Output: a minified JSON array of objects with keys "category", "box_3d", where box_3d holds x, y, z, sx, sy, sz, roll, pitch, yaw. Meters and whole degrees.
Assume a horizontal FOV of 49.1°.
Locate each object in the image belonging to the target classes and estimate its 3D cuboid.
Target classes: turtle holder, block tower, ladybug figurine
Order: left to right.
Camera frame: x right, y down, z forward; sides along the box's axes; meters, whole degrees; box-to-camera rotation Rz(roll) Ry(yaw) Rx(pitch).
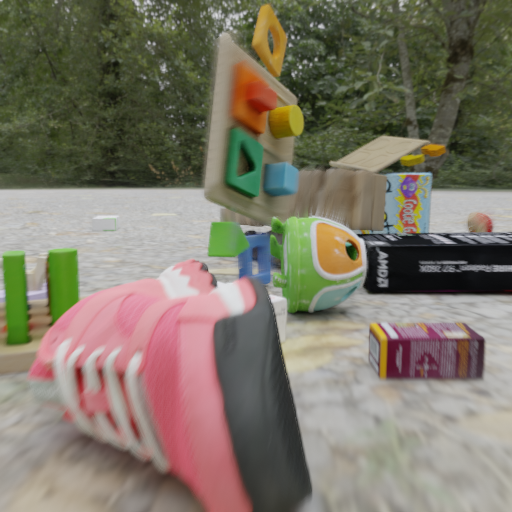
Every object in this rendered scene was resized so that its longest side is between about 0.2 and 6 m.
[{"category":"block tower","box_3d":[0.624,-0.895,9.152,0.839,0.898,3.108,4,0,-39]},{"category":"turtle holder","box_3d":[0.650,0.200,6.152,0.984,1.386,1.053,-1,41,-1]},{"category":"ladybug figurine","box_3d":[4.697,-0.614,11.716,0.350,0.660,0.973,-18,-5,7]}]

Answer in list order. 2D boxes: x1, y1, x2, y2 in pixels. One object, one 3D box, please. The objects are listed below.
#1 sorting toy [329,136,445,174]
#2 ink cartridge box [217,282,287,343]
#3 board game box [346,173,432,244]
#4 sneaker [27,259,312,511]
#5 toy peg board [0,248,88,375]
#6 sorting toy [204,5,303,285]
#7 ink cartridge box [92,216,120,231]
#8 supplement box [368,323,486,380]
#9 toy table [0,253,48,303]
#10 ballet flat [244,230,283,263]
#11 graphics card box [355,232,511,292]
[{"category":"sorting toy","box_3d":[2.422,-1.786,10.237,1.456,0.262,1.954,-27,24,-16]},{"category":"ink cartridge box","box_3d":[-0.319,0.558,5.176,0.741,0.428,1.019,-8,11,-40]},{"category":"board game box","box_3d":[1.862,-0.866,10.910,2.897,1.492,1.519,2,9,16]},{"category":"sneaker","box_3d":[-0.614,0.720,3.108,1.254,1.065,2.891,-14,7,-15]},{"category":"toy peg board","box_3d":[-2.362,0.343,5.007,1.863,0.911,1.855,-3,9,-22]},{"category":"sorting toy","box_3d":[0.121,-1.460,7.079,0.515,3.779,2.128,1,-9,28]},{"category":"ink cartridge box","box_3d":[-3.925,-0.852,14.659,0.589,0.340,0.810,-1,9,-5]},{"category":"supplement box","box_3d":[1.304,0.733,4.344,0.785,0.336,0.433,0,9,0]},{"category":"toy table","box_3d":[-2.798,0.252,6.890,0.825,0.526,0.898,3,8,16]},{"category":"ballet flat","box_3d":[0.207,-0.132,9.321,0.414,0.602,1.787,44,-16,-23]},{"category":"graphics card box","box_3d":[2.691,0.046,7.653,2.600,0.661,1.631,0,8,2]}]
